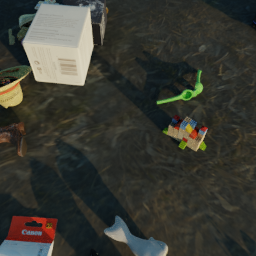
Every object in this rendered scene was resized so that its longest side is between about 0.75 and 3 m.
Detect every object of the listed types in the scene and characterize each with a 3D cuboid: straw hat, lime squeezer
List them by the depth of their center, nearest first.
[{"bbox_3d":[-4.407,-1.325,10.183,2.519,1.066,2.519,-12,30,7],"label":"straw hat"},{"bbox_3d":[2.266,-1.496,10.732,2.519,0.475,0.889,-37,64,-21],"label":"lime squeezer"}]

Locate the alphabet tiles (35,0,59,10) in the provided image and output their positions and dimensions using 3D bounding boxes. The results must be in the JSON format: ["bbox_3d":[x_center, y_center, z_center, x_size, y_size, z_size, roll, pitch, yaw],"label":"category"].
[{"bbox_3d":[-4.074,-6.130,14.068,1.091,0.081,1.115,10,57,7],"label":"alphabet tiles"}]

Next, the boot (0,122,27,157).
[{"bbox_3d":[-4.280,0.507,9.323,1.657,0.532,1.544,-11,44,-11],"label":"boot"}]

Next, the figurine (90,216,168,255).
[{"bbox_3d":[-0.130,3.408,7.306,1.763,0.778,1.807,28,60,22],"label":"figurine"}]

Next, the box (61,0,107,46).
[{"bbox_3d":[-2.030,-4.812,12.532,1.961,1.171,1.994,3,55,2],"label":"box"}]

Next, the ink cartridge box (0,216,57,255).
[{"bbox_3d":[-2.762,3.236,7.573,1.368,0.404,1.709,3,58,2],"label":"ink cartridge box"}]

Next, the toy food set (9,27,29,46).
[{"bbox_3d":[-4.080,-4.029,12.531,2.273,0.358,1.445,-9,57,-15],"label":"toy food set"}]

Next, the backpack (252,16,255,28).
[{"bbox_3d":[7.547,-5.297,12.381,2.958,1.990,2.700,-36,63,-23],"label":"backpack"}]

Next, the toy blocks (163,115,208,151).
[{"bbox_3d":[1.945,0.090,9.297,1.534,1.049,0.767,31,62,20],"label":"toy blocks"}]

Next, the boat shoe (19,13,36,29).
[{"bbox_3d":[-4.080,-4.972,12.961,1.912,0.690,0.621,-11,63,-2],"label":"boat shoe"}]

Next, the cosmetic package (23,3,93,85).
[{"bbox_3d":[-2.560,-3.246,10.944,1.982,1.994,2.383,5,56,2],"label":"cosmetic package"}]

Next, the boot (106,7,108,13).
[{"bbox_3d":[-1.667,-5.902,13.708,1.186,0.427,0.917,-15,58,-16],"label":"boot"}]
